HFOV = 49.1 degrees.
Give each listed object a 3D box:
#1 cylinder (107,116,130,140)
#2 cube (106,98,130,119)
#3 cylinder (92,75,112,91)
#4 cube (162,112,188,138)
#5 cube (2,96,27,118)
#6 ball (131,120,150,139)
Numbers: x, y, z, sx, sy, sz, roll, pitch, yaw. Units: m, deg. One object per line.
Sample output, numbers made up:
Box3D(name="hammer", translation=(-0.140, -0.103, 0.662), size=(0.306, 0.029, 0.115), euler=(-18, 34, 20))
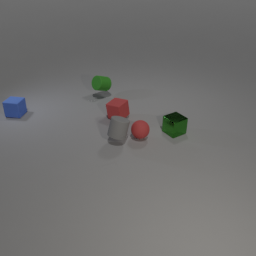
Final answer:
Box3D(name="cylinder", translation=(-0.344, -0.005, 10.171), size=(0.700, 0.700, 0.700), euler=(13, 17, -4))
Box3D(name="cube", translation=(-0.430, -0.799, 11.921), size=(0.700, 0.700, 0.700), euler=(14, 38, 31))
Box3D(name="cylinder", translation=(-1.278, -2.153, 13.527), size=(0.700, 0.700, 0.700), euler=(26, 19, 36))
Box3D(name="cube", translation=(1.830, -0.129, 10.976), size=(0.700, 0.700, 0.700), euler=(-19, 36, -28))
Box3D(name="cube", translation=(-4.935, -0.911, 12.243), size=(0.700, 0.700, 0.700), euler=(5, 29, 7))
Box3D(name="ball", translation=(0.462, 0.052, 10.513), size=(0.700, 0.700, 0.700), euler=(0, 31, 0))
